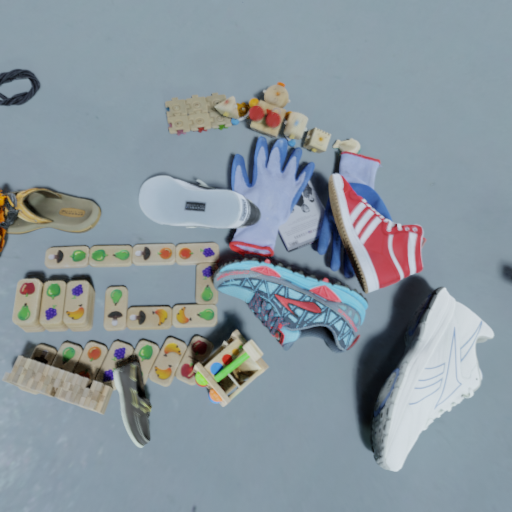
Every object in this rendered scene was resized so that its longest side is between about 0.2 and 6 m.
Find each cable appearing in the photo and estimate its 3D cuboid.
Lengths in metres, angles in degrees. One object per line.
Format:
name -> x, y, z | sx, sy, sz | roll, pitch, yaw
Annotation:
cable -> -5.775, -4.008, 13.361 | 1.191, 0.302, 0.972 | -4, 66, -3

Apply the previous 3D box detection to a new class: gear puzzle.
gear puzzle -> -1.069, -3.315, 13.099 | 2.055, 0.269, 1.064 | -9, 64, -7

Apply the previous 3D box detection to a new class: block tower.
block tower -> -3.596, 2.342, 10.214 | 1.855, 0.501, 0.536 | 15, 67, 5

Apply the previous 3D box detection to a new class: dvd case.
dvd case -> 0.882, -0.925, 12.009 | 1.144, 0.188, 1.523 | -21, 69, -9

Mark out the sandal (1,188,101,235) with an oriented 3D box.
sandal -> -4.549, -0.993, 11.751 | 2.525, 0.682, 1.014 | 3, 65, 7

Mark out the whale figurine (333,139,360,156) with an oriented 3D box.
whale figurine -> 2.060, -2.422, 12.676 | 0.647, 0.336, 0.515 | 23, 72, 36

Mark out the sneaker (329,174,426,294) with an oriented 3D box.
sneaker -> 2.354, -0.620, 10.872 | 1.432, 0.907, 2.547 | -17, 67, 2

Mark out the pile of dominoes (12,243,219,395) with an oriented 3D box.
pile of dominoes -> -2.662, 1.059, 10.887 | 3.877, 0.617, 3.022 | -2, 65, 0

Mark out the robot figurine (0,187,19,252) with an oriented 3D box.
robot figurine -> -5.552, -0.602, 11.422 | 1.271, 0.510, 1.753 | 10, 84, 19

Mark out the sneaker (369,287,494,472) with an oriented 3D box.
sneaker -> 3.183, 2.253, 10.018 | 1.544, 1.321, 3.545 | 29, 69, 7

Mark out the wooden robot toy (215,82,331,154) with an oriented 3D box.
wooden robot toy -> 0.487, -3.247, 12.283 | 2.608, 1.149, 1.183 | 20, 88, 1

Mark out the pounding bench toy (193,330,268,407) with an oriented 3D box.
pounding bench toy -> -0.490, 2.016, 9.934 | 1.104, 1.416, 0.880 | -39, 81, -18

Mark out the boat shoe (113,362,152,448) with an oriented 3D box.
boat shoe -> -2.139, 2.634, 10.027 | 0.454, 0.537, 1.507 | -25, 65, 5

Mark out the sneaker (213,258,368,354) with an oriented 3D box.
sneaker -> 0.539, 1.006, 10.602 | 3.025, 1.200, 1.445 | 15, 68, 7

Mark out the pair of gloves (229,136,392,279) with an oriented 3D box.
pair of gloves -> 1.207, -1.079, 11.840 | 3.716, 0.423, 2.987 | 13, 67, -1

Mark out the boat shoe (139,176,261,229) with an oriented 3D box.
boat shoe -> -1.180, -1.063, 11.586 | 2.803, 0.957, 1.035 | 6, 89, 33
